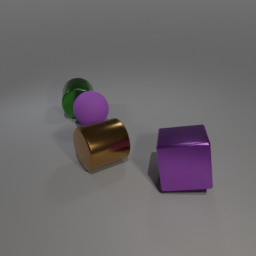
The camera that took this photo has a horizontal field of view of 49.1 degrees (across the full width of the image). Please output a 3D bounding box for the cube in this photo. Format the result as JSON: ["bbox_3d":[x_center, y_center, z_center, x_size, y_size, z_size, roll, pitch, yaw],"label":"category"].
[{"bbox_3d":[1.613,0.830,8.101,1.400,1.400,1.400,-5,20,10],"label":"cube"}]

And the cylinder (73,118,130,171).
[{"bbox_3d":[-0.860,0.507,9.046,1.400,1.400,1.400,-16,33,-28],"label":"cylinder"}]

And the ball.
[{"bbox_3d":[-1.463,-0.770,11.149,1.400,1.400,1.400,0,29,0],"label":"ball"}]

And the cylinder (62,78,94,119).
[{"bbox_3d":[-2.182,-1.329,12.349,1.400,1.400,1.400,-5,30,-8],"label":"cylinder"}]
